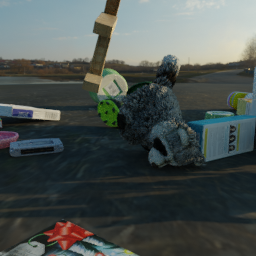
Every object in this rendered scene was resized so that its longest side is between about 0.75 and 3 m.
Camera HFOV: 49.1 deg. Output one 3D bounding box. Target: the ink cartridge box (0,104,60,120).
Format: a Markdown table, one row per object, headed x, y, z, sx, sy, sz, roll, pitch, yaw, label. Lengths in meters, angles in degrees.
| x | y | z | sx | sy | sz | roll | pitch | yaw | label |
| --- | --- | --- | --- | --- | --- | --- | --- | --- | --- |
| -4.149 | -0.637 | 10.965 | 2.112 | 0.429 | 2.108 | 10 | 4 | 38 | ink cartridge box |

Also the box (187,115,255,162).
| x | y | z | sx | sy | sz | roll | pitch | yaw | label |
| --- | --- | --- | --- | --- | --- | --- | --- | --- | --- |
| 2.278 | 0.193 | 6.556 | 2.046 | 0.842 | 0.503 | -7 | 13 | -32 | box |

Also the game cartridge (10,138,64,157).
| x | y | z | sx | sy | sz | roll | pitch | yaw | label |
| --- | --- | --- | --- | --- | --- | --- | --- | --- | --- |
| -2.243 | 0.456 | 6.861 | 1.203 | 0.250 | 0.801 | -4 | 8 | -21 | game cartridge |

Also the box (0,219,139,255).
| x | y | z | sx | sy | sz | roll | pitch | yaw | label |
| --- | --- | --- | --- | --- | --- | --- | --- | --- | --- |
| -0.705 | 1.425 | 1.217 | 1.815 | 0.529 | 2.650 | 8 | 14 | 36 | box |

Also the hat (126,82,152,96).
| x | y | z | sx | sy | sz | roll | pitch | yaw | label |
| --- | --- | --- | --- | --- | --- | --- | --- | --- | --- |
| 0.969 | -1.111 | 14.713 | 1.923 | 2.043 | 2.321 | -5 | -24 | -5 | hat |

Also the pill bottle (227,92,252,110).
| x | y | z | sx | sy | sz | roll | pitch | yaw | label |
| --- | --- | --- | --- | --- | --- | --- | --- | --- | --- |
| 5.745 | -1.273 | 13.682 | 0.906 | 0.906 | 1.737 | -4 | 12 | -18 | pill bottle |

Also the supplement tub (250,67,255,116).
| x | y | z | sx | sy | sz | roll | pitch | yaw | label |
| --- | --- | --- | --- | --- | --- | --- | --- | --- | --- |
| 4.832 | -0.628 | 7.282 | 2.979 | 2.159 | 2.159 | 5 | 13 | 24 | supplement tub |

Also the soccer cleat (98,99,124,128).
| x | y | z | sx | sy | sz | roll | pitch | yaw | label |
| --- | --- | --- | --- | --- | --- | --- | --- | --- | --- |
| 0.046 | -0.389 | 9.648 | 2.803 | 0.946 | 1.136 | 20 | 13 | 42 | soccer cleat |

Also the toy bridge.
| x | y | z | sx | sy | sz | roll | pitch | yaw | label |
| --- | --- | --- | --- | --- | --- | --- | --- | --- | --- |
| -0.448 | -2.146 | 5.806 | 0.400 | 2.937 | 0.987 | 15 | 34 | -6 | toy bridge |

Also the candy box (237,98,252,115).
| x | y | z | sx | sy | sz | roll | pitch | yaw | label |
| --- | --- | --- | --- | --- | --- | --- | --- | --- | --- |
| 5.413 | -0.645 | 10.848 | 1.615 | 0.774 | 2.798 | 2 | 11 | 6 | candy box |

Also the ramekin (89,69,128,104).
| x | y | z | sx | sy | sz | roll | pitch | yaw | label |
| --- | --- | --- | --- | --- | --- | --- | --- | --- | --- |
| -1.036 | -2.154 | 15.378 | 2.081 | 2.081 | 1.017 | -5 | 20 | -23 | ramekin |

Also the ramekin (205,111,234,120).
| x | y | z | sx | sy | sz | roll | pitch | yaw | label |
| --- | --- | --- | --- | --- | --- | --- | --- | --- | --- |
| 3.163 | -0.275 | 9.698 | 1.057 | 0.516 | 1.057 | 0 | 11 | 0 | ramekin |

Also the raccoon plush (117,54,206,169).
| x | y | z | sx | sy | sz | roll | pitch | yaw | label |
| --- | --- | --- | --- | --- | --- | --- | --- | --- | --- |
| 1.002 | -0.504 | 6.066 | 1.946 | 2.905 | 1.406 | 11 | -12 | 43 | raccoon plush |

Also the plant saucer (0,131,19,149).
| x | y | z | sx | sy | sz | roll | pitch | yaw | label |
| --- | --- | --- | --- | --- | --- | --- | --- | --- | --- |
| -3.440 | 0.329 | 7.314 | 1.106 | 0.280 | 1.106 | -1 | 12 | 0 | plant saucer |

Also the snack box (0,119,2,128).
| x | y | z | sx | sy | sz | roll | pitch | yaw | label |
| --- | --- | --- | --- | --- | --- | --- | --- | --- | --- |
| -4.915 | -0.188 | 9.791 | 0.835 | 0.311 | 1.175 | -6 | 13 | -29 | snack box |
